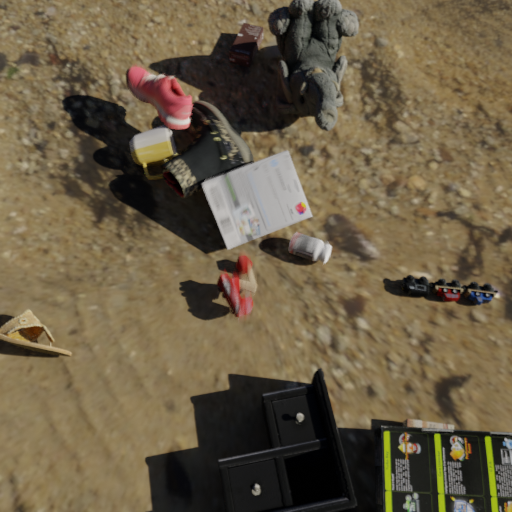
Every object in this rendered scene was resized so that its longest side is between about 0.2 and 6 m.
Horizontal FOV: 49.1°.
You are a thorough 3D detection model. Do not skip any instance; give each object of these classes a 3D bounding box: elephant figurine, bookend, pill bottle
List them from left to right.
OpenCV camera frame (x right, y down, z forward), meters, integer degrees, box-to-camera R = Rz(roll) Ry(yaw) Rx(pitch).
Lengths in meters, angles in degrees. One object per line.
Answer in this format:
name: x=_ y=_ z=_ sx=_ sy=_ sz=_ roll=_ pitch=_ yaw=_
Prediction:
bookend: x=0.275 y=3.271 z=9.366 sx=2.212 sy=1.025 sz=2.226 roll=-9 pitch=62 yaw=-5
elephant figurine: x=1.241 y=-4.090 z=12.880 sx=2.166 sy=2.375 sz=3.061 roll=-3 pitch=89 yaw=36
pill bottle: x=1.106 y=-0.155 z=11.475 sx=0.789 sy=0.457 sz=0.457 roll=20 pitch=64 yaw=17

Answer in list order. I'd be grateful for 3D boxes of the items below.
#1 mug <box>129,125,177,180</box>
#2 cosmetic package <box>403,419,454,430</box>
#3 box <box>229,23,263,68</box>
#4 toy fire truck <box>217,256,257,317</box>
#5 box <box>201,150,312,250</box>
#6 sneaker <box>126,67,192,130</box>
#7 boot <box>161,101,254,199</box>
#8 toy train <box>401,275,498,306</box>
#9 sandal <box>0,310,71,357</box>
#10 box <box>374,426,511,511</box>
mug: x=-2.299 y=-2.343 z=12.446 sx=0.915 sy=0.893 sz=1.115 roll=-11 pitch=43 yaw=1
cosmetic package: x=3.007 y=3.135 z=9.807 sx=0.817 sy=0.357 sz=0.423 roll=6 pitch=64 yaw=2
box: x=-0.247 y=-5.408 z=14.353 sx=0.563 sy=0.421 sz=1.124 roll=16 pitch=65 yaw=8
toy fire truck: x=-0.293 y=0.591 z=11.025 sx=0.849 sy=0.293 sz=1.204 roll=-14 pitch=57 yaw=-31
box: x=0.012 y=-1.147 z=11.529 sx=1.888 sy=0.389 sz=1.472 roll=-22 pitch=98 yaw=-2
sneaker: x=-2.070 y=-3.701 z=12.374 sx=2.026 sy=0.879 sz=0.747 roll=45 pitch=42 yaw=18
boot: x=-1.378 y=-2.381 z=12.315 sx=1.804 sy=0.862 sz=2.388 roll=-29 pitch=60 yaw=-19
toy train: x=3.845 y=0.700 z=11.140 sx=1.882 sy=0.321 sz=0.431 roll=6 pitch=65 yaw=4
sandal: x=-4.483 y=1.343 z=10.506 sx=2.233 sy=0.819 sz=0.735 roll=6 pitch=70 yaw=9
box: x=3.423 y=4.359 z=8.782 sx=3.028 sy=0.745 sz=3.135 roll=1 pitch=69 yaw=3
